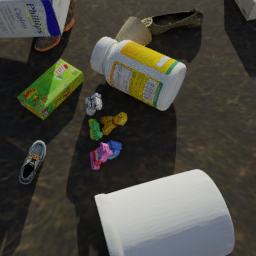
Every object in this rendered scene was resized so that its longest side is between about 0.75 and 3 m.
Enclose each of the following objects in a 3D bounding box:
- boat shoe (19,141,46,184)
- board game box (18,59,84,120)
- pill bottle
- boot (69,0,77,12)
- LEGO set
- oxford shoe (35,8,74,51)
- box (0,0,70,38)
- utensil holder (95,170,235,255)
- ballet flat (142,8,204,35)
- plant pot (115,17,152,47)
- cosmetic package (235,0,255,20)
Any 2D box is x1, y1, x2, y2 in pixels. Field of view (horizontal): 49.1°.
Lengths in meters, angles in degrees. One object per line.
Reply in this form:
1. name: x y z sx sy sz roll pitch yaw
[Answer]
1. boat shoe: -2.770 0.961 8.248 0.489 0.627 1.381 22 65 -14
2. board game box: -2.613 -1.364 9.655 1.051 0.493 2.070 33 66 16
3. pill bottle: 0.280 -1.897 9.299 2.914 1.643 1.643 28 65 15
4. boot: -2.876 -5.173 11.659 1.300 1.138 0.430 22 64 -14
5. LEGO set: -0.557 -0.008 8.488 0.923 0.993 2.420 18 51 -42
6. oxford shoe: -2.931 -3.890 10.858 0.782 0.800 2.193 23 64 12
7. box: -3.658 -4.586 9.880 2.842 1.491 2.614 0 58 5
8. utensil holder: 0.774 2.359 6.654 2.659 2.260 2.260 -14 62 -9
9. ballet flat: 1.704 -4.309 11.173 2.800 0.649 0.943 -9 62 -5
10. plant pot: 0.029 -3.226 10.395 1.185 1.185 1.265 40 79 19
11. cosmetic package: 5.247 -5.837 11.858 1.340 0.905 2.547 -9 62 -5
